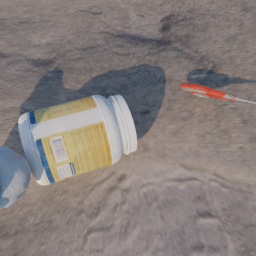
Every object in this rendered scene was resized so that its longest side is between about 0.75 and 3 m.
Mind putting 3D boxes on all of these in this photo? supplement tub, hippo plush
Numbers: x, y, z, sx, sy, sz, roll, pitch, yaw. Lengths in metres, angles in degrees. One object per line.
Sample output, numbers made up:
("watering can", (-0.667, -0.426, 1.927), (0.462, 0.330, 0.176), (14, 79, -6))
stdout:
("supplement tub", (-1.221, 0.218, 7.050), (2.536, 1.834, 1.834), (-16, 52, -13))
("hippo plush", (-3.344, 0.772, 5.491), (2.354, 2.928, 2.332), (-11, 87, 32))

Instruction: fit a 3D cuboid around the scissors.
("scissors", (2.826, -0.921, 8.058), (2.917, 1.067, 0.203), (21, 90, 47))
